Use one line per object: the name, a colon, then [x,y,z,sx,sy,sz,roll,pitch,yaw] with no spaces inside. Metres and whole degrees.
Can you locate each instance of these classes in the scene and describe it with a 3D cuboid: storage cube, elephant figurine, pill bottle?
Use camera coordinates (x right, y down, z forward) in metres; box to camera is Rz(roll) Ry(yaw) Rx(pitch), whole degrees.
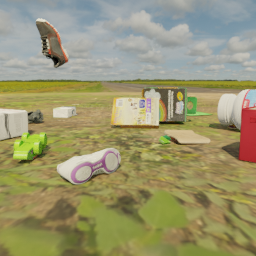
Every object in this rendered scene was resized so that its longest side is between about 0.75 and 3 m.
storage cube: [3.525,0.159,6.750,1.233,1.296,1.442,9,14,43]
elephant figurine: [-4.464,-0.460,12.964,0.968,0.751,0.685,-8,50,16]
pill bottle: [4.987,-0.605,10.344,2.991,1.626,1.626,7,12,40]

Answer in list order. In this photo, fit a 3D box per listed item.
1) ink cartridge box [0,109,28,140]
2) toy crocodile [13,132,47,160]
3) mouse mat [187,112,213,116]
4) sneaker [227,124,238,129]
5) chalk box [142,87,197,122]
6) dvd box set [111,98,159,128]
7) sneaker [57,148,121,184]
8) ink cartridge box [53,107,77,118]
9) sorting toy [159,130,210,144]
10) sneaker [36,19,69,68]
ink cartridge box: [-4.703,-0.083,9.394,1.579,0.891,2.151,5,11,27]
toy crocodile: [-2.503,0.493,7.287,0.619,0.566,1.834,0,14,-5]
mouse mat: [3.802,-0.878,16.777,1.704,0.080,2.117,-4,11,-22]
sneaker: [4.451,-0.151,11.467,0.796,0.359,0.298,-2,10,-11]
chalk box: [1.919,-1.074,13.098,2.519,1.572,1.561,1,5,0]
dvd box set: [0.319,-0.647,11.846,1.994,1.459,0.293,0,-34,5]
sneaker: [-0.770,0.695,5.775,0.736,0.553,1.477,8,12,41]
ink cartridge box: [-3.450,-0.907,15.579,0.871,0.501,1.488,2,10,11]
sorting toy: [1.644,0.314,9.024,1.632,0.240,1.206,1,14,-15]
sneaker: [-3.442,-3.651,12.348,0.870,2.258,0.925,9,50,40]
